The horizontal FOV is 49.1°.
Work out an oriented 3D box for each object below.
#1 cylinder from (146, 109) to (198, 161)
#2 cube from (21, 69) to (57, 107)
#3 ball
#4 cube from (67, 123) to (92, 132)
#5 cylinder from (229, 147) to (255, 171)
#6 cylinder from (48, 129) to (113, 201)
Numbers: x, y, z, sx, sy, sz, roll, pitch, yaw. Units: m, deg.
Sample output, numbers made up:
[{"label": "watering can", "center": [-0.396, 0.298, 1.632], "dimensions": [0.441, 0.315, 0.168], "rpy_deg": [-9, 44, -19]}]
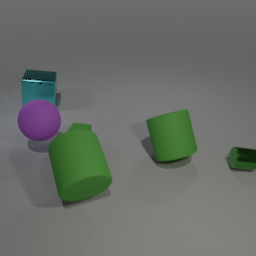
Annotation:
[{"label": "cylinder", "center": [1.434, 0.223, 9.184], "dimensions": [1.400, 1.400, 1.400], "rpy_deg": [-14, 3, 1]}, {"label": "cube", "center": [-3.981, -1.719, 12.704], "dimensions": [1.400, 1.400, 1.400], "rpy_deg": [2, 29, -13]}, {"label": "ball", "center": [-2.971, -0.257, 9.430], "dimensions": [1.400, 1.400, 1.400], "rpy_deg": [0, 31, 0]}, {"label": "cube", "center": [-1.735, 0.288, 10.113], "dimensions": [0.700, 0.700, 0.700], "rpy_deg": [6, 27, 4]}, {"label": "cylinder", "center": [3.711, 0.982, 8.997], "dimensions": [0.700, 0.700, 0.700], "rpy_deg": [7, 31, -2]}, {"label": "cylinder", "center": [-1.275, 0.988, 7.391], "dimensions": [1.400, 1.400, 1.400], "rpy_deg": [-12, 58, -19]}]
